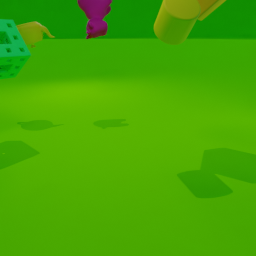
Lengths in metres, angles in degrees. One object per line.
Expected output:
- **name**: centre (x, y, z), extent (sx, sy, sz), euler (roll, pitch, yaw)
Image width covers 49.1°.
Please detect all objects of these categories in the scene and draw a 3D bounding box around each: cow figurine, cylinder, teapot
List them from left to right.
- **teapot**: centre (-3.151, -3.001, 9.083), extent (1.566, 0.767, 0.974), euler (-10, 23, 9)
- **cow figurine**: centre (-1.183, -3.785, 9.249), extent (1.523, 1.548, 0.850), euler (-49, -1, -15)
- **cylinder**: centre (1.001, -2.270, 5.823), extent (0.767, 0.767, 0.767), euler (-5, -21, -13)

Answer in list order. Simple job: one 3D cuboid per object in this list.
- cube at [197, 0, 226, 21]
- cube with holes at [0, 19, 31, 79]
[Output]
- **cube**: centre (1.821, -3.387, 6.709), extent (1.085, 1.085, 1.085), euler (-36, 3, 26)
- **cube with holes**: centre (-3.321, -1.930, 6.992), extent (1.058, 1.058, 1.058), euler (-33, -7, 41)
